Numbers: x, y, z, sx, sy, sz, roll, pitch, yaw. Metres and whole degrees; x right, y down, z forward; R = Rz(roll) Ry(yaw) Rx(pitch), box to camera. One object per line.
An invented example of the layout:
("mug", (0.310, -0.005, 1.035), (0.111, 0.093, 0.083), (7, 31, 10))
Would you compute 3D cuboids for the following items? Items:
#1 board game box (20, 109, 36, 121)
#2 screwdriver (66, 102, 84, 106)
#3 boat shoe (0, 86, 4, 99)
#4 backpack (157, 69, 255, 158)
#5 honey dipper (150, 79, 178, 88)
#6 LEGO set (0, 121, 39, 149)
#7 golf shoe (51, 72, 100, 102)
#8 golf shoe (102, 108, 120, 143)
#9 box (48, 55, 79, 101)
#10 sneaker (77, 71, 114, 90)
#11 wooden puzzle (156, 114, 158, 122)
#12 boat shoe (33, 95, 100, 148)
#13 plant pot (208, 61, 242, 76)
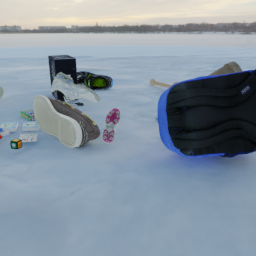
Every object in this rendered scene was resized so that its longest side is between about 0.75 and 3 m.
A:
("board game box", (-2.895, -0.517, 9.431), (1.165, 0.170, 0.784), (-18, 26, -40))
("screwdriver", (-2.082, -0.950, 10.685), (0.862, 0.120, 0.125), (11, 51, 21))
("boat shoe", (-5.672, -1.271, 10.821), (0.655, 0.641, 1.838), (12, 26, 19))
("backpack", (1.773, -0.195, 6.316), (2.239, 1.819, 1.879), (-9, -2, -8))
("honey dipper", (1.773, -1.988, 12.994), (0.560, 0.560, 2.950), (-9, 20, -22))
("LEGO set", (-3.209, 0.034, 7.287), (1.666, 0.547, 2.230), (-3, 17, -15))
("golf shoe", (-1.962, -1.297, 10.477), (1.852, 0.900, 0.725), (28, 0, -8))
("golf shoe", (-0.439, -0.048, 7.142), (0.353, 0.936, 0.428), (18, -16, -1))
("box", (-2.672, -2.092, 11.532), (0.881, 1.692, 1.541), (-8, 22, -22))
("sneaker", (-1.823, -2.254, 13.307), (2.235, 0.792, 0.926), (6, 14, 9))
("wooden puzzle", (1.720, -0.394, 9.149), (1.817, 0.128, 1.078), (-11, 23, -29))
("boat shoe", (-1.765, -0.263, 7.607), (0.783, 0.945, 2.629), (-10, 27, -40))
("plant pot", (3.715, -1.710, 11.138), (1.340, 1.545, 1.545), (-17, 21, 0))
